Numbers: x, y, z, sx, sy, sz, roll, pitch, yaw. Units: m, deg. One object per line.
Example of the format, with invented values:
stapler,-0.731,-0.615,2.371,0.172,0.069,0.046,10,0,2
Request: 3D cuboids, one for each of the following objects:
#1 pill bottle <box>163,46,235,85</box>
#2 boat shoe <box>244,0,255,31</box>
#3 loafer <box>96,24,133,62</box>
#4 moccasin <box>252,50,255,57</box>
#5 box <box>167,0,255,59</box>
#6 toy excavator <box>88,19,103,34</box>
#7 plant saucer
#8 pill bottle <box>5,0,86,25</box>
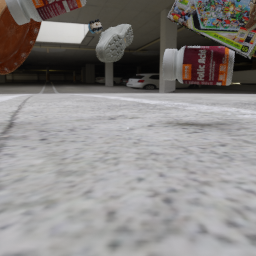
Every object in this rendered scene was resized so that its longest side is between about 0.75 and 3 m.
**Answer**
pill bottle,2.317,-2.079,9.298,2.182,1.246,1.246,5,10,16
boat shoe,3.106,-2.802,6.459,0.565,0.536,1.493,-40,-5,-12
loafer,-0.639,-3.237,10.713,1.034,1.037,2.964,0,30,19
moccasin,4.218,-3.134,9.736,0.516,1.410,0.544,-35,10,1
box,2.752,-3.418,8.346,2.868,1.578,0.498,36,19,24
toy excavator,-1.207,-3.671,10.323,0.747,0.384,0.769,-28,8,-34
plant saucer,-3.585,-3.041,8.763,0.456,2.824,2.824,27,9,-1
pill bottle,-1.871,-2.986,6.384,1.638,0.897,0.897,-20,10,-2
